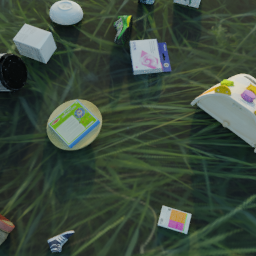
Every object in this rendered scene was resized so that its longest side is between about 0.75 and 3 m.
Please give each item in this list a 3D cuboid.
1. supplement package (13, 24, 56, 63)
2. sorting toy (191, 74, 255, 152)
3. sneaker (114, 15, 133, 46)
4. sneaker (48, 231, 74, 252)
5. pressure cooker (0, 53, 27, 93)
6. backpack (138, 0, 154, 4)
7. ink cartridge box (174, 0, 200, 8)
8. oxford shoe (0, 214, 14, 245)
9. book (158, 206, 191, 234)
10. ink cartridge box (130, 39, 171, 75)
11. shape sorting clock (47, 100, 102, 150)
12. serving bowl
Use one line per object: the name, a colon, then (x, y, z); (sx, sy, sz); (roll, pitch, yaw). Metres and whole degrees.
supplement package: (-3.842, -3.497, 11.657); (1.253, 0.944, 0.951); (21, 67, 10)
sorting toy: (4.422, -1.062, 10.506); (2.932, 1.566, 2.639); (40, 52, 16)
sneaker: (-0.297, -4.249, 12.245); (0.736, 0.674, 1.728); (8, 56, 12)
sneaker: (-2.047, 3.569, 8.761); (0.863, 0.302, 0.468); (-22, 62, -3)
pressure cooker: (-4.886, -2.102, 10.689); (1.636, 1.439, 1.461); (2, 73, 22)
backpack: (0.898, -6.194, 13.118); (0.757, 0.556, 0.693); (13, 70, 2)
ink cartridge box: (2.857, -6.253, 13.168); (1.197, 0.505, 0.874); (16, 66, 7)
oxford shoe: (-4.861, 2.843, 8.807); (2.484, 0.875, 0.929); (27, 74, 13)
book: (1.508, 2.979, 9.096); (0.951, 0.228, 0.635); (16, 68, 8)
ink cartridge box: (0.934, -3.038, 11.791); (1.605, 0.348, 1.576); (-6, 65, -1)
shape sorting clock: (-1.990, -0.140, 10.406); (2.089, 0.410, 2.089); (-2, 66, 5)
serving bowl: (-2.787, -5.293, 12.594); (1.496, 0.492, 1.496); (3, 56, -4)
